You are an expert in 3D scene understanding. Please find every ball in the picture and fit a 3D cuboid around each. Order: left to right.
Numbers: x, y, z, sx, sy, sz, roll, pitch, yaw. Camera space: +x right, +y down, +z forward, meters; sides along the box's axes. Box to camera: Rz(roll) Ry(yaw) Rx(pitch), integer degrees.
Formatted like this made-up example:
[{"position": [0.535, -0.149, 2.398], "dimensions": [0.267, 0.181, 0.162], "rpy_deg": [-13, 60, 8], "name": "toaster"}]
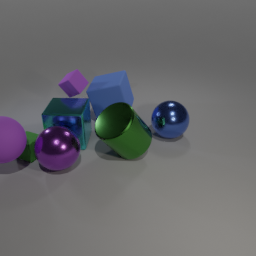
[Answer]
[{"position": [-3.749, 0.348, 8.298], "dimensions": [1.400, 1.400, 1.400], "rpy_deg": [0, 30, 0], "name": "ball"}, {"position": [-2.179, 0.621, 8.684], "dimensions": [1.400, 1.400, 1.400], "rpy_deg": [0, 30, 0], "name": "ball"}, {"position": [1.548, -0.310, 10.297], "dimensions": [1.400, 1.400, 1.400], "rpy_deg": [0, 30, 0], "name": "ball"}]

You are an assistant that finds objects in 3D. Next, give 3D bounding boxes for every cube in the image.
[{"position": [-3.313, 0.619, 9.390], "dimensions": [0.700, 0.700, 0.700], "rpy_deg": [13, 32, 22], "name": "cube"}, {"position": [-2.138, -0.179, 10.081], "dimensions": [1.400, 1.400, 1.400], "rpy_deg": [1, 30, 2], "name": "cube"}, {"position": [-2.096, -1.710, 10.784], "dimensions": [0.700, 0.700, 0.700], "rpy_deg": [-12, 38, 43], "name": "cube"}, {"position": [-0.672, -1.326, 11.422], "dimensions": [1.400, 1.400, 1.400], "rpy_deg": [-9, 32, 16], "name": "cube"}]

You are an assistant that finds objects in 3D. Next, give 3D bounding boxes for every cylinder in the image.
[{"position": [-0.127, 0.109, 9.070], "dimensions": [1.400, 1.400, 1.400], "rpy_deg": [-18, 51, 23], "name": "cylinder"}]
